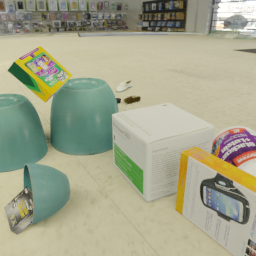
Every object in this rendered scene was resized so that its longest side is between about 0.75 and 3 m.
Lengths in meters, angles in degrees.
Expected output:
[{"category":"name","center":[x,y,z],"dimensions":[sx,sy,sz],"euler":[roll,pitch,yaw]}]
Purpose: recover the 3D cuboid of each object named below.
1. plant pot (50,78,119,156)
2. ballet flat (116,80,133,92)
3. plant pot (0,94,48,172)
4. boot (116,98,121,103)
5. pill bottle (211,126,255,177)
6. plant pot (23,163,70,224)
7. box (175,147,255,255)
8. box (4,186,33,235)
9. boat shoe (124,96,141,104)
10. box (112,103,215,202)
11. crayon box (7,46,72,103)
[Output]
[{"category":"plant pot","center":[-1.539,-0.594,10.124],"dimensions":[2.677,2.148,2.677],"euler":[1,24,0]},{"category":"ballet flat","center":[-0.222,-2.505,16.348],"dimensions":[0.534,0.534,1.538],"euler":[15,29,30]},{"category":"plant pot","center":[-3.956,-0.008,9.106],"dimensions":[2.395,1.922,2.395],"euler":[0,25,0]},{"category":"boot","center":[-0.794,-1.348,14.047],"dimensions":[0.669,0.267,0.812],"euler":[20,34,16]},{"category":"pill bottle","center":[3.067,1.155,6.957],"dimensions":[1.535,1.535,2.755],"euler":[0,24,0]},{"category":"plant pot","center":[-1.900,1.473,6.634],"dimensions":[0.918,1.363,1.363],"euler":[-4,23,-29]},{"category":"box","center":[2.162,1.683,5.678],"dimensions":[0.580,1.664,2.795],"euler":[-17,30,-34]},{"category":"box","center":[-2.462,1.893,6.527],"dimensions":[0.728,0.222,0.919],"euler":[-43,37,-9]},{"category":"boat shoe","center":[0.174,-1.445,14.234],"dimensions":[1.017,0.372,0.329],"euler":[-9,17,-34]},{"category":"box","center":[0.899,0.556,7.959],"dimensions":[2.118,1.815,2.108],"euler":[-12,27,-24]},{"category":"crayon box","center":[-2.401,-1.538,7.881],"dimensions":[0.425,1.259,1.459],"euler":[-39,15,30]}]
